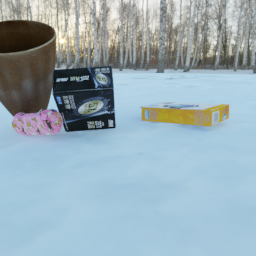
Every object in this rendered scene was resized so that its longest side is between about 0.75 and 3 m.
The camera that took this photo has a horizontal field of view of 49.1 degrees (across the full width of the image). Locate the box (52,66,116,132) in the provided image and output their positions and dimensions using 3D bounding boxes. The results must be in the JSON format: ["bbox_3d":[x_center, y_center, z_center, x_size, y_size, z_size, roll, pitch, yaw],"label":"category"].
[{"bbox_3d":[-1.060,-0.687,7.265,1.431,1.747,0.752,-4,58,-4],"label":"box"}]

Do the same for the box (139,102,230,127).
[{"bbox_3d":[1.718,-0.506,9.154,2.694,0.559,1.604,4,12,37],"label":"box"}]

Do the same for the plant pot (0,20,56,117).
[{"bbox_3d":[-2.928,-1.430,7.675,2.161,2.312,2.161,2,40,-1],"label":"plant pot"}]

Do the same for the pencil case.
[{"bbox_3d":[-2.343,-0.134,7.142,1.546,0.669,0.640,-3,13,42],"label":"pencil case"}]
